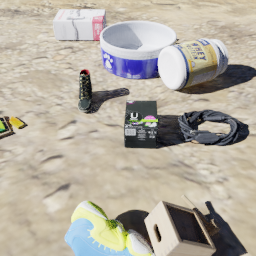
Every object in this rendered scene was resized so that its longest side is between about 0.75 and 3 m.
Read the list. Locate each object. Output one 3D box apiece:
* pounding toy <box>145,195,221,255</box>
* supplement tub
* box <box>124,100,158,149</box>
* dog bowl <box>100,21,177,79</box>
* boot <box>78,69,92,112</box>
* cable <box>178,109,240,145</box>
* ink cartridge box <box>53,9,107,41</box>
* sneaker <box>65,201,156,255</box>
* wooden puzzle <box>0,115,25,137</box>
[{"bbox_3d":[0.995,1.781,4.903,1.335,0.611,1.173,23,25,-27],"label":"pounding toy"},{"bbox_3d":[2.036,-2.032,8.761,1.859,1.342,1.342,-18,44,-20],"label":"supplement tub"},{"bbox_3d":[0.322,-0.112,7.028,0.825,0.690,1.110,2,41,2],"label":"box"},{"bbox_3d":[0.359,-2.821,9.915,2.641,1.040,2.641,0,40,0],"label":"dog bowl"},{"bbox_3d":[-1.251,-1.075,8.017,0.414,0.866,1.147,0,41,-1],"label":"boot"},{"bbox_3d":[2.107,-0.050,7.270,1.553,0.394,1.267,-5,36,-3],"label":"cable"},{"bbox_3d":[-1.990,-4.384,11.877,2.049,0.869,1.492,-1,40,2],"label":"ink cartridge box"},{"bbox_3d":[-0.276,2.070,4.678,1.812,0.686,0.952,33,83,15],"label":"sneaker"},{"bbox_3d":[-3.580,-0.006,7.313,1.469,0.172,0.991,-29,48,-29],"label":"wooden puzzle"}]
